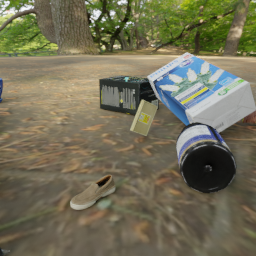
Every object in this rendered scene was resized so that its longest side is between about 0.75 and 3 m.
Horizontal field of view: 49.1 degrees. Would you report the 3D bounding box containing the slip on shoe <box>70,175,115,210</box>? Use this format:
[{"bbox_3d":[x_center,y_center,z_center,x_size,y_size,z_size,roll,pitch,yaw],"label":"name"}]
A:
[{"bbox_3d":[-0.529,0.972,4.313,0.843,0.255,0.320,-16,24,-42],"label":"slip on shoe"}]

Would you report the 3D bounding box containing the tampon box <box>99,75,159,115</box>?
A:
[{"bbox_3d":[0.043,-1.176,9.760,1.722,1.087,1.291,13,22,36],"label":"tampon box"}]

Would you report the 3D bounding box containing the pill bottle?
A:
[{"bbox_3d":[1.322,0.421,5.040,0.874,0.874,1.562,2,17,6],"label":"pill bottle"}]

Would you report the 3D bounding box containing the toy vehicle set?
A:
[{"bbox_3d":[0.403,-0.244,6.988,0.504,0.811,0.108,21,1,-40],"label":"toy vehicle set"}]

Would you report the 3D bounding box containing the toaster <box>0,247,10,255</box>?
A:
[{"bbox_3d":[-2.292,1.094,2.921,1.306,0.857,1.444,15,22,36],"label":"toaster"}]

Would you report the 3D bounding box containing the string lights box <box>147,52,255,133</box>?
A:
[{"bbox_3d":[1.834,-1.006,7.731,1.535,0.881,2.988,-32,33,-1],"label":"string lights box"}]

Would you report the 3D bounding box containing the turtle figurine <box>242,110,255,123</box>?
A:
[{"bbox_3d":[4.363,-0.373,7.487,2.297,0.917,2.849,6,26,27],"label":"turtle figurine"}]

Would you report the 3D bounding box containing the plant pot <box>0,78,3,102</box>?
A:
[{"bbox_3d":[-5.482,-1.445,10.851,1.070,0.962,1.070,-12,21,-36],"label":"plant pot"}]
